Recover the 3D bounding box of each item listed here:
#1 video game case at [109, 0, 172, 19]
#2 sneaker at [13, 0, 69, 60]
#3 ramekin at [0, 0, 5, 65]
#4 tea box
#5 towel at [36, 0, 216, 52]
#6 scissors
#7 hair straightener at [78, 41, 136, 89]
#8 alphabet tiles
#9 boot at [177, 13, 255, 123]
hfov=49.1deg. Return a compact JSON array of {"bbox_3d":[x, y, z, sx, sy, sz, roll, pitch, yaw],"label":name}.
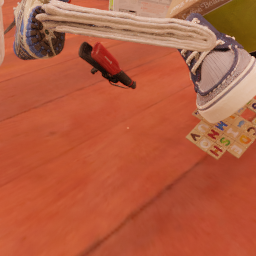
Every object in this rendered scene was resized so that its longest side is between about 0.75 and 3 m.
[{"bbox_3d":[0.601,-4.343,8.827,2.365,2.143,0.537,-2,15,-24],"label":"video game case"},{"bbox_3d":[-1.981,-2.676,6.078,1.159,1.048,2.721,-10,65,37],"label":"sneaker"},{"bbox_3d":[-3.190,-1.504,4.370,2.493,1.308,2.493,2,33,-1],"label":"ramekin"},{"bbox_3d":[2.708,-2.560,5.803,2.658,2.615,1.776,-5,59,58],"label":"tea box"},{"bbox_3d":[-0.007,-0.923,2.673,1.264,0.205,1.721,8,17,-4],"label":"towel"},{"bbox_3d":[-2.668,-3.436,7.730,2.549,0.932,0.178,-17,13,18],"label":"scissors"},{"bbox_3d":[-0.309,-0.962,4.540,0.568,0.302,1.476,14,-4,32],"label":"hair straightener"},{"bbox_3d":[1.732,-0.113,4.967,1.380,0.052,1.153,-44,58,-14],"label":"alphabet tiles"},{"bbox_3d":[1.172,-1.080,4.366,1.299,1.046,2.876,44,22,-4],"label":"boot"}]
